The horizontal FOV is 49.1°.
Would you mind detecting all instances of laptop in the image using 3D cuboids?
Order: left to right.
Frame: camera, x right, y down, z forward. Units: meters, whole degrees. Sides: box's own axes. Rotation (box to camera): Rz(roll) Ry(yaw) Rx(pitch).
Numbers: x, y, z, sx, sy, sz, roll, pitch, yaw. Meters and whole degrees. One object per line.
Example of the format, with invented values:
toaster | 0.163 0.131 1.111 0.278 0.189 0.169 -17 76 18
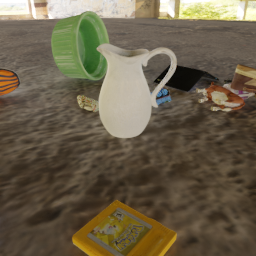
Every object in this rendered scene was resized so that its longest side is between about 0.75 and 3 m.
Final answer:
laptop | 2.624 -2.117 12.493 1.908 1.112 2.153 25 10 40

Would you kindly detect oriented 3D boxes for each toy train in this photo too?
toy train | 1.075 -1.057 9.762 0.857 0.490 0.372 -17 12 -7

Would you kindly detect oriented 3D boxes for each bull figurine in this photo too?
bull figurine | 3.136 -1.111 9.851 1.172 0.629 1.930 -15 28 -24

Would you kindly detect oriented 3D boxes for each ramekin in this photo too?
ramekin | -2.073 -3.579 12.470 1.423 2.914 2.914 3 25 23

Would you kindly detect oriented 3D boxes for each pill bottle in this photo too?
pill bottle | 4.083 -1.348 10.302 1.156 0.649 0.649 -8 27 -19

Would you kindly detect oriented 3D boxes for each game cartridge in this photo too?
game cartridge | -0.046 1.742 4.456 1.269 0.206 1.119 17 31 34

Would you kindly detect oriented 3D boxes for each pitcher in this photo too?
pitcher | 0.219 -0.980 7.535 2.050 2.389 1.448 3 26 6

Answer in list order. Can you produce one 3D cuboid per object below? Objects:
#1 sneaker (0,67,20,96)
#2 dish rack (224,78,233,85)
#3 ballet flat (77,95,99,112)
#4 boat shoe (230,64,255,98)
sneaker | -5.390 -1.289 9.918 2.903 1.126 1.626 -11 30 2
dish rack | 4.584 -1.983 12.035 0.778 0.277 1.014 14 29 24
ballet flat | -1.418 -0.831 9.537 1.236 0.468 0.395 19 55 40
boat shoe | 4.871 -1.292 9.811 2.919 1.051 1.053 15 16 -21
